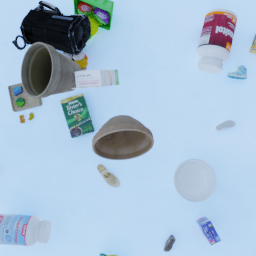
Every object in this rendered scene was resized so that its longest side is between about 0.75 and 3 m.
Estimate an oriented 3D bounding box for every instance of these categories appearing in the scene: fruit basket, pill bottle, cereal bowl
[{"bbox_3d":[-1.529,-4.606,11.726,1.809,1.305,1.809,3,69,-7],"label":"fruit basket"},{"bbox_3d":[-4.129,3.962,10.876,2.069,1.125,1.125,3,85,0],"label":"pill bottle"},{"bbox_3d":[3.598,-3.520,11.504,1.320,1.320,2.337,13,86,1],"label":"pill bottle"},{"bbox_3d":[2.626,2.082,11.269,1.693,0.705,1.693,0,84,0],"label":"cereal bowl"}]

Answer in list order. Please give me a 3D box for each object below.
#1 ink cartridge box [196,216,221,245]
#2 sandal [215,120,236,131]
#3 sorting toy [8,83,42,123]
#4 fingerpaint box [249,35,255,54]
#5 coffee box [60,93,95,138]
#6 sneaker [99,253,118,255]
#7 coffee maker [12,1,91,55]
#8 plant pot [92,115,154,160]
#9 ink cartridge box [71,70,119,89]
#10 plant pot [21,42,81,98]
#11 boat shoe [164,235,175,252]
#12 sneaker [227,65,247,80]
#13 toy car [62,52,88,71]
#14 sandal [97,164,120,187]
[{"bbox_3d":[3.128,3.977,10.850,0.447,1.170,0.798,-27,85,-3],"label":"ink cartridge box"},{"bbox_3d":[4.074,-0.102,11.747,0.841,0.207,0.342,-16,69,11],"label":"sandal"},{"bbox_3d":[-4.302,-1.121,11.815,1.271,0.228,1.705,-14,85,-1],"label":"sorting toy"},{"bbox_3d":[5.919,-3.525,11.952,1.132,0.415,0.945,21,84,3],"label":"fingerpaint box"},{"bbox_3d":[-2.114,-0.515,11.683,1.035,0.370,1.683,-16,85,-2],"label":"coffee box"},{"bbox_3d":[-1.103,5.799,10.828,2.325,0.925,1.518,-31,87,-12],"label":"sneaker"},{"bbox_3d":[-2.878,-3.678,11.052,2.271,1.529,2.181,18,78,19],"label":"coffee maker"},{"bbox_3d":[-0.174,0.192,8.053,1.757,1.757,0.811,-8,57,-1],"label":"plant pot"},{"bbox_3d":[-1.095,-1.659,9.435,1.001,1.710,0.576,0,101,22],"label":"ink cartridge box"},{"bbox_3d":[-2.446,-1.809,9.378,1.745,1.514,1.745,-1,89,38],"label":"plant pot"},{"bbox_3d":[1.671,4.630,11.246,0.286,0.281,0.767,28,106,-6],"label":"boat shoe"},{"bbox_3d":[4.628,-2.396,11.888,0.888,0.353,0.580,6,87,-9],"label":"sneaker"},{"bbox_3d":[-2.242,-2.850,11.721,1.156,1.012,0.867,-1,50,1],"label":"toy car"},{"bbox_3d":[-0.828,1.978,11.430,0.449,0.403,1.225,-44,86,-4],"label":"sandal"}]
